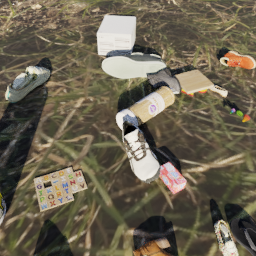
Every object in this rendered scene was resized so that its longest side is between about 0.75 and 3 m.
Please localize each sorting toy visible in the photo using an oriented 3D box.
[{"bbox_3d":[4.235,-0.459,10.692,0.273,0.275,0.794,-44,53,-10],"label":"sorting toy"},{"bbox_3d":[2.843,-1.932,12.387,1.305,0.454,1.297,-16,46,-17],"label":"sorting toy"}]

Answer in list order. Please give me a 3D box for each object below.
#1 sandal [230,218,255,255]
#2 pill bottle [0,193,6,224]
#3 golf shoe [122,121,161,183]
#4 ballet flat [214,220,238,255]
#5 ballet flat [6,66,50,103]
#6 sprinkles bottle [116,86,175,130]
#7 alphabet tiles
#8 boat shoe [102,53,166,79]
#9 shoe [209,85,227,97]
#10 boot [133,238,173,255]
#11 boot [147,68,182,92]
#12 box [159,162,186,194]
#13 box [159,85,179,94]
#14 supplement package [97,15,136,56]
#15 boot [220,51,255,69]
[{"bbox_3d":[3.364,3.019,7.207,0.657,0.370,1.729,-19,47,-19],"label":"sandal"},{"bbox_3d":[-4.238,1.534,7.014,1.565,2.784,1.565,0,43,0],"label":"pill bottle"},{"bbox_3d":[0.275,0.712,9.006,0.908,1.104,2.336,-31,44,4],"label":"golf shoe"},{"bbox_3d":[2.559,2.930,7.315,0.427,0.361,1.130,-8,44,-8],"label":"ballet flat"},{"bbox_3d":[-4.335,-2.153,12.303,0.949,0.949,2.731,14,45,15],"label":"ballet flat"},{"bbox_3d":[0.714,-0.759,10.849,2.510,0.857,0.857,-34,53,-31],"label":"sprinkles bottle"},{"bbox_3d":[-2.078,1.822,8.709,1.486,0.056,1.243,-17,46,-16],"label":"alphabet tiles"},{"bbox_3d":[0.278,-2.955,13.086,2.991,1.131,0.902,6,43,-11],"label":"boat shoe"},{"bbox_3d":[3.940,-1.718,12.296,0.353,0.270,1.011,-29,50,-27],"label":"shoe"},{"bbox_3d":[0.736,3.321,6.821,0.943,0.466,1.215,-15,45,-16],"label":"boot"},{"bbox_3d":[1.540,-1.908,12.155,1.075,0.570,1.634,-23,43,-9],"label":"boot"},{"bbox_3d":[1.360,1.544,8.739,0.446,0.412,0.869,-23,48,-22],"label":"box"},{"bbox_3d":[1.734,-1.901,12.541,0.736,0.197,1.215,-11,46,-12],"label":"box"},{"bbox_3d":[-0.551,-4.965,15.012,1.762,1.254,2.262,5,44,5],"label":"supplement package"},{"bbox_3d":[5.342,-3.195,13.673,0.903,0.632,1.684,-30,43,-23],"label":"boot"}]
